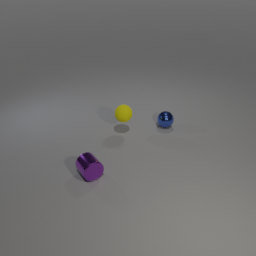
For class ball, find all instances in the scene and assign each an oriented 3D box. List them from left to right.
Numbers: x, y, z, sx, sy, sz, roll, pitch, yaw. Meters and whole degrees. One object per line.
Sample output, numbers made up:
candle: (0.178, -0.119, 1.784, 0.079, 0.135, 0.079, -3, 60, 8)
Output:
ball: (-0.176, -0.572, 11.049, 0.700, 0.700, 0.700, 0, 30, 0)
ball: (1.588, -0.366, 11.871, 0.700, 0.700, 0.700, 0, 30, 0)

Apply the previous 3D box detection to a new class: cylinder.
cylinder: (-1.243, 1.249, 9.069, 0.700, 0.700, 0.700, -18, 34, -28)
